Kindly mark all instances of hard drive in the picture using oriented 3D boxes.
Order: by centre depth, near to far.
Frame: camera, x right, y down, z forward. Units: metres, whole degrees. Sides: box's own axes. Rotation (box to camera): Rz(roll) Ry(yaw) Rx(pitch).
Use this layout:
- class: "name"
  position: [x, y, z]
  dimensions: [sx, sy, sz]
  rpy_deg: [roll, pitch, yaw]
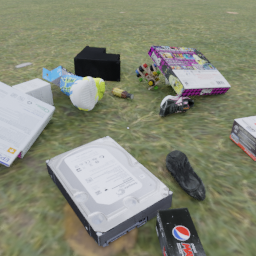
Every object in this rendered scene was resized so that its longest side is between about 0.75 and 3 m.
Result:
- class: "hard drive"
  position: [-0.515, 1.193, 6.234]
  dimensions: [1.797, 0.487, 2.572]
  rpy_deg: [-21, 39, -27]

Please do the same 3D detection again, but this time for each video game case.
- class: "video game case"
  position: [2.282, -2.144, 10.376]
  dimensions: [2.524, 0.452, 2.287]
  rpy_deg: [-8, 55, -36]

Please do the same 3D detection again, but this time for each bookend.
- class: "bookend"
  position: [-1.142, -2.894, 12.379]
  dimensions: [1.963, 0.910, 1.976]
  rpy_deg: [5, 32, 6]

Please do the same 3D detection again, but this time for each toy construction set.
- class: "toy construction set"
  position: [1.108, -2.108, 11.021]
  dimensions: [1.389, 1.067, 1.159]
  rpy_deg: [-34, -8, 9]

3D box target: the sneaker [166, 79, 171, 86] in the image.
- class: "sneaker"
  position: [2.321, -2.211, 11.388]
  dimensions: [1.197, 0.747, 2.029]
  rpy_deg: [12, 32, 28]

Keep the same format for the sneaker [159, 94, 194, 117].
- class: "sneaker"
  position: [1.665, -0.763, 9.283]
  dimensions: [0.661, 0.615, 1.531]
  rpy_deg: [28, 43, 35]

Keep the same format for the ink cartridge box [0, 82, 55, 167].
- class: "ink cartridge box"
  position: [-3.770, -0.272, 7.544]
  dimensions: [2.697, 0.595, 2.747]
  rpy_deg: [26, 37, -5]

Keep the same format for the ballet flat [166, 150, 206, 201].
- class: "ballet flat"
  position: [1.307, 1.077, 6.641]
  dimensions: [0.575, 0.491, 1.729]
  rpy_deg: [-30, 28, 5]

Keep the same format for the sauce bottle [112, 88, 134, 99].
- class: "sauce bottle"
  position: [-0.192, -1.264, 10.347]
  dimensions: [0.877, 0.290, 0.290]
  rpy_deg: [22, 38, 28]

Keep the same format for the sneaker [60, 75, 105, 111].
- class: "sneaker"
  position: [-1.654, -1.164, 8.864]
  dimensions: [1.406, 1.014, 2.677]
  rpy_deg: [8, 10, 7]

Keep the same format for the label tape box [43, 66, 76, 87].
- class: "label tape box"
  position: [-2.368, -1.827, 10.347]
  dimensions: [1.472, 0.466, 1.062]
  rpy_deg: [30, 19, -30]

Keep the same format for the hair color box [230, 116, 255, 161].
- class: "hair color box"
  position: [4.098, 0.153, 7.756]
  dimensions: [2.104, 0.673, 1.167]
  rpy_deg: [-8, 33, -15]

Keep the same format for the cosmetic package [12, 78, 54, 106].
- class: "cosmetic package"
  position: [-3.235, -1.095, 9.583]
  dimensions: [0.826, 0.826, 1.002]
  rpy_deg: [25, 39, 35]

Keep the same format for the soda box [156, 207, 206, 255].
- class: "soda box"
  position: [0.937, 2.173, 4.631]
  dimensions: [0.617, 0.552, 1.744]
  rpy_deg: [-3, 33, -7]
